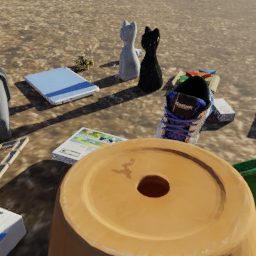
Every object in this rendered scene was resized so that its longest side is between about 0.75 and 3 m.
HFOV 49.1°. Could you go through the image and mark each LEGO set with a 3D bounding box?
[{"bbox_3d":[-1.842,-2.830,11.782,0.696,0.525,0.906,12,35,19],"label":"LEGO set"}]

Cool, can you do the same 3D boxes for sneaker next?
[{"bbox_3d":[0.918,0.005,5.347,0.999,1.429,2.474,20,81,19],"label":"sneaker"}]

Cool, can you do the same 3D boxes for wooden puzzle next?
[{"bbox_3d":[2.524,-1.766,10.347,1.689,0.293,2.504,9,33,13],"label":"wooden puzzle"}]

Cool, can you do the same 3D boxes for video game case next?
[{"bbox_3d":[-0.592,0.508,6.206,1.631,0.179,1.486,14,25,12],"label":"video game case"}]

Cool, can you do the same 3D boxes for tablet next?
[{"bbox_3d":[-2.469,-1.593,10.170,1.782,0.187,2.738,-22,38,-30],"label":"tablet"}]

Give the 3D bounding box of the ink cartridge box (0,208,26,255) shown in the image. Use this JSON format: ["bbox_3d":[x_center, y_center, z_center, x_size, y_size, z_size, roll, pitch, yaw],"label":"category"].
[{"bbox_3d":[-2.443,1.742,4.697,1.107,0.466,0.800,12,34,19],"label":"ink cartridge box"}]

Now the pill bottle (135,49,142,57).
[{"bbox_3d":[0.203,-3.325,12.621,0.831,0.466,0.466,-13,35,-21],"label":"pill bottle"}]

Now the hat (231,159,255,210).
[{"bbox_3d":[2.342,1.616,5.084,1.747,1.857,2.110,-20,-8,14],"label":"hat"}]

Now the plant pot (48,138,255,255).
[{"bbox_3d":[0.277,1.488,3.399,2.936,2.055,2.936,-1,28,0],"label":"plant pot"}]

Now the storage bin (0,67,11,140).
[{"bbox_3d":[-4.117,-0.317,7.135,2.321,1.689,1.559,-14,63,-21],"label":"storage bin"}]

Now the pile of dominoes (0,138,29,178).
[{"bbox_3d":[-3.159,1.052,5.884,1.658,0.339,2.127,-12,28,15],"label":"pile of dominoes"}]

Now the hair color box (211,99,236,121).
[{"bbox_3d":[2.814,-0.553,8.455,0.462,0.280,0.924,-3,33,-5],"label":"hair color box"}]

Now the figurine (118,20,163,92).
[{"bbox_3d":[0.391,-2.681,10.061,0.940,2.131,2.184,-20,37,-28],"label":"figurine"}]
